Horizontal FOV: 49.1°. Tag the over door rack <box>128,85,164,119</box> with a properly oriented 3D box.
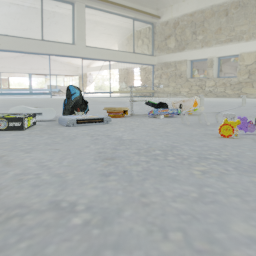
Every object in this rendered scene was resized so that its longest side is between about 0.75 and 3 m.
[{"bbox_3d":[0.972,-1.350,14.154,0.743,1.647,2.230,-13,15,-43],"label":"over door rack"}]

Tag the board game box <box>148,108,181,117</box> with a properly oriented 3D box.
[{"bbox_3d":[1.824,-0.779,14.177,1.409,0.243,0.954,-2,-6,-15],"label":"board game box"}]

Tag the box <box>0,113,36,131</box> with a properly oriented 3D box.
[{"bbox_3d":[-4.656,-0.245,10.187,2.205,0.488,1.766,-1,8,-6],"label":"box"}]

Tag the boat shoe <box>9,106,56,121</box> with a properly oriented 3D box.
[{"bbox_3d":[-4.168,-0.625,12.272,1.944,0.697,0.659,-4,0,-21],"label":"boat shoe"}]

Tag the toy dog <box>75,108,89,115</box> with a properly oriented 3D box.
[{"bbox_3d":[-2.159,-0.630,12.593,0.815,0.595,1.236,-3,8,-19],"label":"toy dog"}]

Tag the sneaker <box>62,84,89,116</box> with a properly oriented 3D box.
[{"bbox_3d":[-2.371,-1.246,13.228,1.223,1.093,2.987,5,-12,-16],"label":"sneaker"}]

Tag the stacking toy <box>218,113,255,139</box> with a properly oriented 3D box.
[{"bbox_3d":[4.093,-0.022,8.554,2.546,0.598,1.919,5,10,17],"label":"stacking toy"}]

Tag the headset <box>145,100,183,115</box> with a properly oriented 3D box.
[{"bbox_3d":[1.920,-1.222,15.333,2.001,0.940,1.236,23,10,12],"label":"headset"}]

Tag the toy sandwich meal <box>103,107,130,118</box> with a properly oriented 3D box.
[{"bbox_3d":[-0.592,-0.793,14.326,1.537,0.527,1.537,0,4,0],"label":"toy sandwich meal"}]

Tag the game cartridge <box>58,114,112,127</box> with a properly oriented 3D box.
[{"bbox_3d":[-1.783,-0.327,11.382,1.892,0.393,1.260,-5,13,-32],"label":"game cartridge"}]

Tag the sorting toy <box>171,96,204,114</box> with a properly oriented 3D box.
[{"bbox_3d":[3.496,-1.106,15.701,1.446,0.858,1.607,11,-13,-41],"label":"sorting toy"}]

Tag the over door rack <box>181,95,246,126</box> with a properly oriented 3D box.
[{"bbox_3d":[3.087,-0.538,10.510,1.687,0.761,2.284,-1,-14,-7],"label":"over door rack"}]
